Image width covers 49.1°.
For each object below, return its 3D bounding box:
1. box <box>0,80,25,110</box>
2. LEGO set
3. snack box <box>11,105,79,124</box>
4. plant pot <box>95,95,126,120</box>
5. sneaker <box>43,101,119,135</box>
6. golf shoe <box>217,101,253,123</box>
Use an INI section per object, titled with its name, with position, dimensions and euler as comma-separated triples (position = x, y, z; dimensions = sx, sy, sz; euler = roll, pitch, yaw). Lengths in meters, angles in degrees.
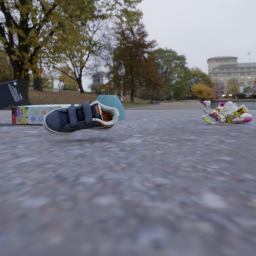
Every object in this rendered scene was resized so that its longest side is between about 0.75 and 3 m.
[box]
position = -5.057, -0.900, 9.883
dimensions = 2.198, 0.867, 1.551
euler = -12, 11, 30
[LEGO set]
position = 3.308, -0.455, 10.013
dimensions = 0.683, 0.845, 1.836
euler = -13, 17, -30
[snack box]
position = -2.953, -0.561, 11.059
dimensions = 1.935, 0.721, 2.721
euler = -1, 5, 11
[plant pot]
position = -1.017, -1.018, 13.992
dimensions = 1.807, 1.217, 1.807
euler = 0, 5, 0
[sneaker]
position = -0.874, -0.229, 5.458
dimensions = 1.482, 0.581, 0.588
euler = -5, -22, -31
[golf shoe]
position = 4.203, -0.633, 11.282
dimensions = 0.731, 0.889, 1.942
euler = -1, 6, -20
